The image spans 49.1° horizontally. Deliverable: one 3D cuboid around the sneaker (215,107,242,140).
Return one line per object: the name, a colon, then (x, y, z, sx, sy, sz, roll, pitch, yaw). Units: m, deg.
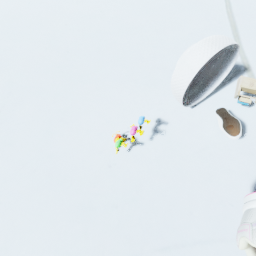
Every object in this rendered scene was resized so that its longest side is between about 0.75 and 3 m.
sneaker: (3.052, -0.025, 8.364, 0.528, 0.614, 1.449, -19, 33, 12)

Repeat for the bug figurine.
bug figurine: (0.006, 0.152, 7.906, 1.377, 0.354, 1.068, -38, 13, 19)

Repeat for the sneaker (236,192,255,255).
sneaker: (3.090, 2.743, 5.294, 1.315, 1.213, 2.981, -35, 78, -34)

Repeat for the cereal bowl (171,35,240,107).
cereal bowl: (2.200, -1.838, 8.622, 2.422, 2.422, 1.009, -31, 64, -25)

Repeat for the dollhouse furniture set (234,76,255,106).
dollhouse furniture set: (4.171, -1.182, 8.846, 1.596, 1.125, 1.119, 15, 78, 6)
